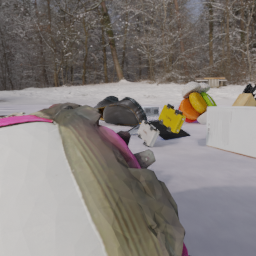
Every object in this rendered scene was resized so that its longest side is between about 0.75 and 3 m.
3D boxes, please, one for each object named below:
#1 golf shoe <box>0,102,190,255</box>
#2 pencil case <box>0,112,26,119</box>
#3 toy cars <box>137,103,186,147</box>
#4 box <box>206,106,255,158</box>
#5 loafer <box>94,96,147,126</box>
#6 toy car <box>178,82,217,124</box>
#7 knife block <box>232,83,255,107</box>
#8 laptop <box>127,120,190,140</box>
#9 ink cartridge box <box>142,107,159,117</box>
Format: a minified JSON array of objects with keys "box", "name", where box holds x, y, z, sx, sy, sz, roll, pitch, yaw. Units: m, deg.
[{"box":[-0.714,0.422,1.112,1.007,0.794,2.187,-21,11,-36],"name":"golf shoe"},{"box":[-2.407,0.040,4.752,0.590,0.678,1.516,5,7,34],"name":"pencil case"},{"box":[0.607,-0.006,4.926,0.317,0.642,1.432,19,-27,-21],"name":"toy cars"},{"box":[2.107,0.021,4.600,0.936,0.734,1.505,-1,6,-18],"name":"box"},{"box":[-0.346,-0.418,9.052,0.968,0.975,2.679,-30,20,-22],"name":"loafer"},{"box":[2.496,-0.732,10.065,1.777,1.555,1.333,-8,-26,-51],"name":"toy car"},{"box":[4.885,-1.130,11.766,1.782,1.565,0.570,-4,6,-32],"name":"knife block"},{"box":[0.676,0.157,6.665,1.036,0.641,1.106,-5,-20,-46],"name":"laptop"},{"box":[0.248,-0.879,14.440,2.204,0.521,1.765,5,8,30],"name":"ink cartridge box"}]
